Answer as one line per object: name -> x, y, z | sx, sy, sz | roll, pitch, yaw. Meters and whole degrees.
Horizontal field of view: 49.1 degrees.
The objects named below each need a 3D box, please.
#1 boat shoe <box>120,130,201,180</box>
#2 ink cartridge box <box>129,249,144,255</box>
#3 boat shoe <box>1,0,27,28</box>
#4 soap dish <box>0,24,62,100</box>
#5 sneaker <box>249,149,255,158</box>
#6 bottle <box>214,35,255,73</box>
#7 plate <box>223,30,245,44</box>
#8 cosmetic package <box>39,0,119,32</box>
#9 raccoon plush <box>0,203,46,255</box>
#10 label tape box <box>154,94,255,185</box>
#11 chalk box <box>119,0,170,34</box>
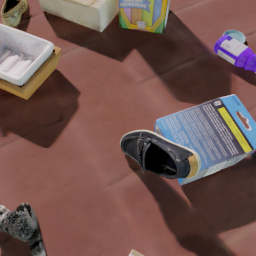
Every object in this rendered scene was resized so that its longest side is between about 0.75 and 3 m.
boat shoe -> 0.534, 0.594, 6.459 | 0.724, 0.868, 2.325 | -12, 21, -40
ink cartridge box -> 0.196, 3.089, 5.640 | 0.775, 0.353, 0.941 | 26, 62, 14
boat shoe -> -4.196, -4.502, 10.308 | 0.710, 0.607, 1.938 | -2, 58, -1
soap dish -> -3.523, -2.014, 8.498 | 2.460, 0.999, 1.935 | 23, 60, 13
sneaker -> 3.623, 0.670, 7.213 | 0.943, 0.372, 0.450 | -12, 70, -6
bottle -> 3.585, -2.326, 8.962 | 0.692, 0.541, 1.658 | -41, 66, -18
plate -> 3.669, -3.108, 9.710 | 0.765, 0.098, 0.765 | 0, 62, 0
cosmetic package -> -1.802, -4.645, 10.195 | 2.662, 0.973, 1.378 | 23, 60, 15
raccoon plush -> -2.478, 2.291, 6.003 | 0.967, 0.698, 1.443 | -24, 61, -6
label tape box -> 2.046, 0.244, 7.116 | 2.297, 0.759, 1.646 | -18, 63, -11
chalk box -> 0.628, -4.828, 9.256 | 1.686, 2.723, 1.694 | 11, 58, 7
